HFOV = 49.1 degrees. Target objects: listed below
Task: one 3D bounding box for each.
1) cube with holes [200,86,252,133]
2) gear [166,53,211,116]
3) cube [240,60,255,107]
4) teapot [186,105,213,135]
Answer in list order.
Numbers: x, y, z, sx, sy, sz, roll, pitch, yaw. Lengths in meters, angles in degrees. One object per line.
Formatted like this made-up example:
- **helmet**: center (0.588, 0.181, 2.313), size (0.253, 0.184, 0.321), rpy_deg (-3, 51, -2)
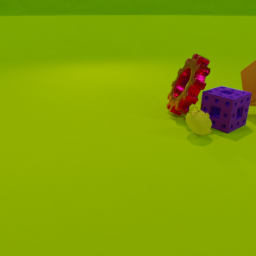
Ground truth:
- **cube with holes**: center (2.642, -0.537, 7.673), size (0.925, 0.925, 0.925), rpy_deg (-19, 30, -37)
- **gear**: center (1.737, -1.267, 8.256), size (0.336, 1.819, 1.819), rpy_deg (22, 21, -12)
- **cube**: center (4.089, -1.310, 7.994), size (1.140, 1.140, 1.140), rpy_deg (2, -15, -11)
- **teapot**: center (1.828, -0.145, 7.033), size (0.532, 1.086, 0.675), rpy_deg (-40, 31, -3)
